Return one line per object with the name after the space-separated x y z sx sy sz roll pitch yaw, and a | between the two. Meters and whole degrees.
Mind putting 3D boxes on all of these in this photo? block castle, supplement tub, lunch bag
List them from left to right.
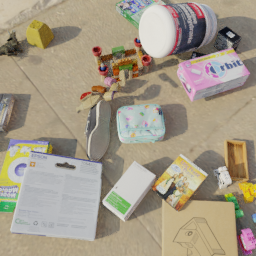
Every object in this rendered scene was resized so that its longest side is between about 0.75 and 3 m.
-0.285 -3.069 12.326 2.369 1.111 1.583 -14 64 -7 | block castle
0.538 -0.137 11.016 1.912 0.737 1.533 -4 63 -2 | lunch bag
2.155 -4.260 12.061 2.953 2.072 2.072 -20 63 -31 | supplement tub

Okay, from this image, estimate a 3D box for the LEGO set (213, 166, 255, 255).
4.023 2.501 9.373 1.135 1.221 2.975 -11 63 -6 | LEGO set

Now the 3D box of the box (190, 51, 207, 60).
3.329 -2.487 12.432 1.424 0.387 1.777 18 64 9 | box

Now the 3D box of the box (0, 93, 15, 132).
-5.504 -0.652 11.470 1.303 0.398 1.646 2 63 1 | box

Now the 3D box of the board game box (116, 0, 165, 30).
1.063 -5.737 14.092 1.991 0.431 2.958 -36 68 -17 | board game box

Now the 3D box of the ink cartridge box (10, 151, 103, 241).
-2.277 2.281 9.481 2.668 0.543 2.673 12 62 -14 | ink cartridge box

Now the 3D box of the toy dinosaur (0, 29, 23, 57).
-5.537 -3.679 13.003 0.933 0.702 1.825 21 71 25 | toy dinosaur

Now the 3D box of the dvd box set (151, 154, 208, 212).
1.780 1.873 9.695 1.204 0.242 1.646 39 77 21 | dvd box set

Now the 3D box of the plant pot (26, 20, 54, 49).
-4.197 -4.477 13.142 0.937 0.965 0.943 22 65 11 | plant pot

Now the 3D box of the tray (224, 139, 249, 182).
4.066 1.218 10.575 0.763 0.287 1.548 6 62 4 | tray

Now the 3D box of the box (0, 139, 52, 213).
-3.778 1.728 10.123 1.538 0.634 2.621 3 64 1 | box

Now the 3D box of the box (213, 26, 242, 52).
4.558 -3.963 12.884 0.583 0.939 0.946 -34 68 -16 | box

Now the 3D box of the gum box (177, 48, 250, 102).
3.414 -2.193 11.560 2.566 0.849 1.456 -18 65 -9 | gum box

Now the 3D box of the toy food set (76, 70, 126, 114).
-1.063 -1.456 11.457 2.305 0.363 1.465 -25 42 17 | toy food set

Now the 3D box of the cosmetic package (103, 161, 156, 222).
0.069 2.200 9.785 0.980 0.773 1.822 32 68 18 | cosmetic package

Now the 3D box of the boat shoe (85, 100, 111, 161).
-1.272 0.128 11.029 0.793 0.918 2.528 -13 60 41 | boat shoe

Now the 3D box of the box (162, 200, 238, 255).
2.279 3.833 9.033 2.387 0.311 2.920 2 66 6 | box
